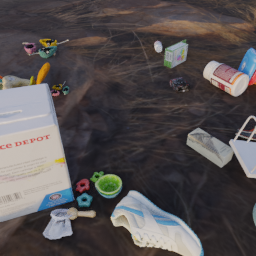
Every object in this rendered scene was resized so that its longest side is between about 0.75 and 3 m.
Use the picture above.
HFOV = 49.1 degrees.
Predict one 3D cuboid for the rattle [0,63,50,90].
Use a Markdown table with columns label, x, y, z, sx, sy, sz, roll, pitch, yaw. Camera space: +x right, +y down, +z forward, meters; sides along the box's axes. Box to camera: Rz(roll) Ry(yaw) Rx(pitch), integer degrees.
| label | x | y | z | sx | sy | sz | roll | pitch | yaw |
| --- | --- | --- | --- | --- | --- | --- | --- | --- | --- |
| rattle | -4.766 | -2.214 | 11.830 | 2.649 | 1.892 | 1.724 | 30 | 50 | 11 |

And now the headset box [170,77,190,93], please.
| label | x | y | z | sx | sy | sz | roll | pitch | yaw |
| --- | --- | --- | --- | --- | --- | --- | --- | --- | --- |
| headset box | 2.398 | -2.022 | 13.086 | 0.651 | 0.338 | 0.875 | -13 | 42 | -16 |

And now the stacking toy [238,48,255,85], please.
| label | x | y | z | sx | sy | sz | roll | pitch | yaw |
| --- | --- | --- | --- | --- | --- | --- | --- | --- | --- |
| stacking toy | 6.753 | -2.512 | 13.055 | 2.896 | 1.589 | 1.681 | 16 | 37 | 0 |

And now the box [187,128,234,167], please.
| label | x | y | z | sx | sy | sz | roll | pitch | yaw |
| --- | --- | --- | --- | --- | --- | --- | --- | --- | --- |
| box | 2.799 | 0.648 | 9.636 | 0.624 | 0.519 | 1.518 | -29 | 47 | -31 |

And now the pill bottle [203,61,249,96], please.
| label | x | y | z | sx | sy | sz | roll | pitch | yaw |
| --- | --- | --- | --- | --- | --- | --- | --- | --- | --- |
| pill bottle | 4.453 | -2.312 | 12.845 | 1.060 | 1.060 | 1.857 | -24 | 46 | -26 |

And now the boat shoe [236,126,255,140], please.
| label | x | y | z | sx | sy | sz | roll | pitch | yaw |
| --- | --- | --- | --- | --- | --- | --- | --- | --- | --- |
| boat shoe | 4.807 | 0.171 | 10.003 | 1.777 | 0.556 | 0.632 | 8 | 13 | 17 |

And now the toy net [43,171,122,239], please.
| label | x | y | z | sx | sy | sz | roll | pitch | yaw |
| --- | --- | --- | --- | --- | --- | --- | --- | --- | --- |
| toy net | -1.385 | 2.043 | 7.938 | 2.516 | 0.486 | 1.320 | -32 | 49 | -33 |

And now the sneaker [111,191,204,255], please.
| label | x | y | z | sx | sy | sz | roll | pitch | yaw |
| --- | --- | --- | --- | --- | --- | --- | --- | --- | --- |
| sneaker | 0.689 | 2.596 | 7.008 | 2.485 | 0.951 | 1.004 | 23 | 51 | 36 |

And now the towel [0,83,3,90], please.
| label | x | y | z | sx | sy | sz | roll | pitch | yaw |
| --- | --- | --- | --- | --- | --- | --- | --- | --- | --- |
| towel | -5.884 | -1.492 | 12.340 | 1.874 | 0.461 | 2.526 | -14 | 40 | -18 |

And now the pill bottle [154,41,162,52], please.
| label | x | y | z | sx | sy | sz | roll | pitch | yaw |
| --- | --- | --- | --- | --- | --- | --- | --- | --- | --- |
| pill bottle | 1.779 | -4.749 | 16.386 | 0.428 | 0.428 | 0.756 | -1 | 40 | -1 |

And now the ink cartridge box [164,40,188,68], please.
| label | x | y | z | sx | sy | sz | roll | pitch | yaw |
| --- | --- | --- | --- | --- | --- | --- | --- | --- | --- |
| ink cartridge box | 2.727 | -4.014 | 15.069 | 0.539 | 0.943 | 1.817 | 32 | 49 | 33 |

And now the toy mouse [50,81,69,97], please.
| label | x | y | z | sx | sy | sz | roll | pitch | yaw |
| --- | --- | --- | --- | --- | --- | --- | --- | --- | --- |
| toy mouse | -3.066 | -1.641 | 12.699 | 1.181 | 0.229 | 1.050 | -28 | 46 | -30 |

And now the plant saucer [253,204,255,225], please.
| label | x | y | z | sx | sy | sz | roll | pitch | yaw |
| --- | --- | --- | --- | --- | --- | --- | --- | --- | --- |
| plant saucer | 4.452 | 2.472 | 7.497 | 2.014 | 0.388 | 2.014 | 0 | 38 | 0 |

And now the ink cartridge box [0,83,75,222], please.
| label | x | y | z | sx | sy | sz | roll | pitch | yaw |
| --- | --- | --- | --- | --- | --- | --- | --- | --- | --- |
| ink cartridge box | -2.898 | 0.628 | 7.730 | 2.153 | 2.925 | 2.115 | -12 | 41 | -15 |

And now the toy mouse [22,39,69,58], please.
| label | x | y | z | sx | sy | sz | roll | pitch | yaw |
| --- | --- | --- | --- | --- | --- | --- | --- | --- | --- |
| toy mouse | -4.979 | -4.409 | 15.894 | 2.659 | 0.515 | 2.363 | 6 | 39 | 8 |

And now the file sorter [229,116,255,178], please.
| label | x | y | z | sx | sy | sz | roll | pitch | yaw |
| --- | --- | --- | --- | --- | --- | --- | --- | --- | --- |
| file sorter | 4.650 | 0.598 | 8.649 | 2.194 | 1.366 | 1.522 | 7 | 38 | -13 |
